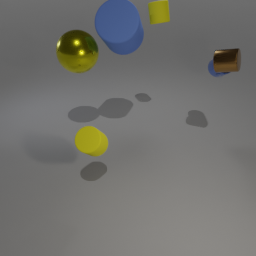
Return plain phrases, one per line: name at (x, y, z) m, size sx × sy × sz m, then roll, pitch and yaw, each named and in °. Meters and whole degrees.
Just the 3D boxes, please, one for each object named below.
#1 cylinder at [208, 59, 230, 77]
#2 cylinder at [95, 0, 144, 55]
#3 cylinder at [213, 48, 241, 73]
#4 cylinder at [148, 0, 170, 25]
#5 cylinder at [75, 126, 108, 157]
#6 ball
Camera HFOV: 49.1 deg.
cylinder at (3.179, -2.134, 9.559) m, size 0.700 × 0.700 × 0.700 m, roll -2°, pitch 1°, yaw -3°
cylinder at (-0.241, -3.251, 9.140) m, size 1.400 × 1.400 × 1.400 m, roll 5°, pitch 1°, yaw 9°
cylinder at (3.094, -2.095, 8.723) m, size 0.700 × 0.700 × 0.700 m, roll 4°, pitch 28°, yaw 31°
cylinder at (1.079, -4.020, 9.749) m, size 0.700 × 0.700 × 0.700 m, roll -8°, pitch 19°, yaw 3°
cylinder at (-0.940, 0.358, 7.302) m, size 0.700 × 0.700 × 0.700 m, roll 8°, pitch -11°, yaw 14°
ball at (-1.663, -2.514, 9.259) m, size 1.400 × 1.400 × 1.400 m, roll 0°, pitch 31°, yaw 0°
